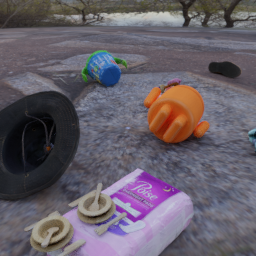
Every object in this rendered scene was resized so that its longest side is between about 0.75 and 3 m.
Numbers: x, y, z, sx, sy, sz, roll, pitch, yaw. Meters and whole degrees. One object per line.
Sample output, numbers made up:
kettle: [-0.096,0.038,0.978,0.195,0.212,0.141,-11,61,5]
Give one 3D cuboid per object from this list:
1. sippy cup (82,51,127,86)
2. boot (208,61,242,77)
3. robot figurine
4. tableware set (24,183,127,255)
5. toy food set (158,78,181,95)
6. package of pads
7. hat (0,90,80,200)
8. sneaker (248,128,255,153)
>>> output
sippy cup: [-1.041,-2.635,12.862,1.497,1.906,1.397,34,11,-41]
boot: [5.215,-3.094,14.631,0.782,0.763,2.073,-1,20,-28]
robot figurine: [1.374,-0.458,7.906,1.659,1.345,2.307,1,22,27]
tableware set: [-0.706,1.176,3.718,1.220,0.244,0.806,-23,30,-35]
toy food set: [1.426,-1.491,10.538,1.283,0.318,2.018,-26,9,13]
package of pads: [-0.068,1.499,4.240,1.249,0.784,2.072,24,33,37]
hat: [-1.945,0.411,6.104,2.503,2.503,1.010,12,-14,25]
sneaker: [3.529,0.512,6.717,0.878,0.790,2.035,-11,17,7]
